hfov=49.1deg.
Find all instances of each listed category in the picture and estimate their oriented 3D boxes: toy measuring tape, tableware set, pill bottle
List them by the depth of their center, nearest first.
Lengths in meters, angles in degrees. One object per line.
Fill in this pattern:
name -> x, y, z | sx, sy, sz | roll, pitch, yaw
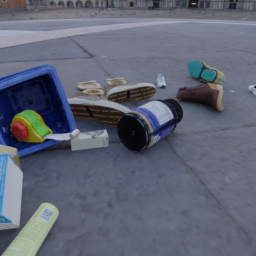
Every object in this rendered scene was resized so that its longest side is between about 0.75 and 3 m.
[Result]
toy measuring tape -> -2.527, -0.085, 7.973 | 2.584, 0.951, 0.951 | -2, 22, 33
pill bottle -> 0.796, -0.199, 8.920 | 1.233, 1.233, 2.205 | 21, 33, 35
tableware set -> -1.090, -1.864, 13.206 | 2.397, 0.333, 2.870 | -5, 27, -13

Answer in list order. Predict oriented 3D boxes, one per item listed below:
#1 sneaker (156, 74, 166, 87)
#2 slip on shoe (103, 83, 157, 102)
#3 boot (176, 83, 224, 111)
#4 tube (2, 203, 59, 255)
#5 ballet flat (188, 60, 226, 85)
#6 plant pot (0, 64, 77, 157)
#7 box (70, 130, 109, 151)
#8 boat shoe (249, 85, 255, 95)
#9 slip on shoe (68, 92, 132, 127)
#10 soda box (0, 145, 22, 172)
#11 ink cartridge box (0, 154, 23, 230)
sneaker -> 1.653, -2.404, 14.138 | 0.437, 0.505, 1.166 | -2, 28, -6
slip on shoe -> 0.084, -1.611, 12.005 | 2.353, 0.894, 0.713 | -13, 50, -19
boot -> 3.009, -1.264, 11.790 | 1.924, 0.837, 2.313 | -2, 24, 17
tube -> -1.883, 2.146, 5.217 | 0.493, 0.441, 1.700 | -31, 16, 29
ballet flat -> 4.119, -2.840, 14.704 | 1.005, 1.005, 2.844 | -8, 27, -15
plant pot -> -2.971, -0.680, 8.542 | 2.190, 2.190, 1.969 | -21, 26, -10
box -> -1.203, 0.370, 8.705 | 1.150, 0.393, 0.473 | -6, 29, -13
boat shoe -> 6.027, -1.862, 13.207 | 0.398, 0.353, 1.081 | 0, 27, -1
slip on shoe -> -0.960, -0.765, 10.157 | 2.886, 1.097, 0.874 | 9, 51, 31
soda box -> -4.193, 0.842, 7.194 | 2.850, 0.912, 0.965 | 10, 28, 21
ink cartridge box -> -3.067, 1.305, 5.425 | 1.673, 1.231, 1.210 | -3, 62, -8
